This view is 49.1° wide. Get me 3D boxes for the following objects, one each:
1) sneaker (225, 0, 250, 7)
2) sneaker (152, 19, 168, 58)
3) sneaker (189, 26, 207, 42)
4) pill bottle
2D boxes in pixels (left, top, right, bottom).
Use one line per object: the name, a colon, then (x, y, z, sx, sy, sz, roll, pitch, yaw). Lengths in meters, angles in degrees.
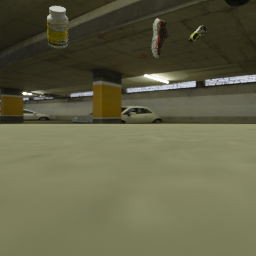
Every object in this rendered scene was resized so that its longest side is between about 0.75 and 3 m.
sneaker: (1.916, -3.516, 5.523, 0.909, 2.453, 1.085, -7, 1, -14)
sneaker: (1.272, -3.392, 10.663, 0.583, 1.425, 0.549, -2, 18, -18)
sneaker: (2.564, -3.502, 10.412, 0.899, 0.335, 0.380, -41, 16, -26)
pill bottle: (-2.830, -4.060, 11.297, 0.824, 1.465, 0.824, 7, 39, -6)
